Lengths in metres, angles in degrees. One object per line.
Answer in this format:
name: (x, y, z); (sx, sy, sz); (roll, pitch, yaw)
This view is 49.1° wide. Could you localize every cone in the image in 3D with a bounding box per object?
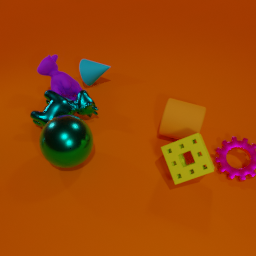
cone: (-1.065, -2.108, 10.119); (0.994, 0.990, 0.990); (-8, 36, 22)

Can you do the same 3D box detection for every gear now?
gear: (2.805, 0.785, 7.145); (1.117, 0.207, 1.117); (-5, 66, 12)

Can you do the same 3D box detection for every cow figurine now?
cow figurine: (-2.228, -1.618, 9.236); (0.839, 1.528, 1.503); (-38, 56, 16)
cow figurine: (-1.851, -0.482, 8.491); (1.664, 0.928, 1.691); (26, 68, 3)

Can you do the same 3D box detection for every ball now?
ball: (-1.565, 0.340, 7.167); (1.358, 1.358, 1.358); (0, 40, 0)

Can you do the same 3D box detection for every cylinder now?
cylinder: (1.539, -0.200, 7.943); (1.073, 1.073, 1.073); (16, 43, 11)

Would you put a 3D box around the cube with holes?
cube with holes: (1.423, 0.704, 6.569); (0.888, 0.888, 0.888); (-23, 80, 16)
